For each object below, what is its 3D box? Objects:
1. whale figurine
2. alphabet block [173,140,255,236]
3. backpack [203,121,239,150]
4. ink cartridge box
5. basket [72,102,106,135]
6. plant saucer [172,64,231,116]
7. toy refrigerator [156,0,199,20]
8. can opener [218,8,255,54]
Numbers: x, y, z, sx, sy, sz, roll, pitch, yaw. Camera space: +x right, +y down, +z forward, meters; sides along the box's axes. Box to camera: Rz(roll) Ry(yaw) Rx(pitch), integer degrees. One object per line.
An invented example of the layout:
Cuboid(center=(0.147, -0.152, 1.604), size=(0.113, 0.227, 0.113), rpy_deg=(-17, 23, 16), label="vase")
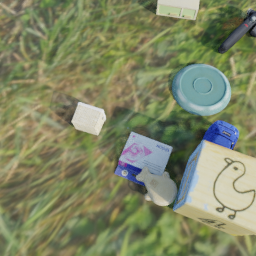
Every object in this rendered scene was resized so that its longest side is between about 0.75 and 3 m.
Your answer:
Cuboid(center=(0.802, 1.611, 7.783), size=(1.204, 0.625, 0.958), rpy_deg=(36, 83, 20), label="whale figurine")
Cuboid(center=(2.343, 1.581, 7.167), size=(1.781, 1.748, 1.739), rpy_deg=(19, 71, 7), label="alphabet block")
Cuboid(center=(2.694, 0.379, 8.091), size=(0.933, 0.963, 1.148), rpy_deg=(31, 68, 4), label="backpack")
Cuboid(center=(0.460, 0.943, 8.213), size=(1.333, 0.294, 1.357), rpy_deg=(20, 68, 7), label="ink cartridge box")
Cuboid(center=(-1.164, -0.255, 8.424), size=(0.817, 0.810, 0.657), rpy_deg=(17, 73, 6), label="basket")
Cuboid(center=(2.423, -1.330, 9.143), size=(1.943, 0.266, 1.943), rpy_deg=(0, 69, 0), label="plant saucer")
Cuboid(center=(1.797, -4.388, 10.214), size=(1.463, 0.555, 0.512), rpy_deg=(9, 68, 3), label="toy refrigerator")
Cuboid(center=(4.022, -3.402, 9.718), size=(2.330, 0.739, 0.916), rpy_deg=(-38, 74, -14), label="can opener")
